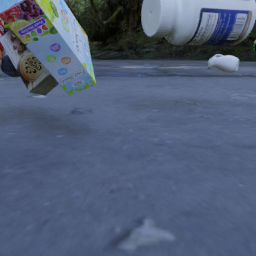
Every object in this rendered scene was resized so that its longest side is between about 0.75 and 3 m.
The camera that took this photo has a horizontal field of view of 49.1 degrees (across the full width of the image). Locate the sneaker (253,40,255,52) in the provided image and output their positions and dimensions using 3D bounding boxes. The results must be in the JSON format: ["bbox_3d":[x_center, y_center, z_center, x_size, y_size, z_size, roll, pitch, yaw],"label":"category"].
[{"bbox_3d":[4.637,-2.257,8.715,1.914,0.734,0.802,29,25,-29],"label":"sneaker"}]

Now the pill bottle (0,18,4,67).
[{"bbox_3d":[-3.624,-2.019,6.843,1.033,1.829,1.033,1,-7,0],"label":"pill bottle"}]

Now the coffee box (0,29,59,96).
[{"bbox_3d":[-2.205,-1.687,6.626,0.895,1.584,0.632,-35,-12,16],"label":"coffee box"}]

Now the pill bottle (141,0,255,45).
[{"bbox_3d":[1.875,-3.066,7.640,2.829,1.570,1.570,-6,17,-21],"label":"pill bottle"}]

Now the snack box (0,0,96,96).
[{"bbox_3d":[-1.483,-1.965,5.511,0.711,2.101,1.772,-22,53,10],"label":"snack box"}]

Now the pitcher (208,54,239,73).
[{"bbox_3d":[3.363,-2.302,9.725,0.939,0.569,0.806,16,52,30],"label":"pitcher"}]

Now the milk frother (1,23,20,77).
[{"bbox_3d":[-3.175,-2.232,7.605,1.083,1.200,1.128,-37,45,7],"label":"milk frother"}]
